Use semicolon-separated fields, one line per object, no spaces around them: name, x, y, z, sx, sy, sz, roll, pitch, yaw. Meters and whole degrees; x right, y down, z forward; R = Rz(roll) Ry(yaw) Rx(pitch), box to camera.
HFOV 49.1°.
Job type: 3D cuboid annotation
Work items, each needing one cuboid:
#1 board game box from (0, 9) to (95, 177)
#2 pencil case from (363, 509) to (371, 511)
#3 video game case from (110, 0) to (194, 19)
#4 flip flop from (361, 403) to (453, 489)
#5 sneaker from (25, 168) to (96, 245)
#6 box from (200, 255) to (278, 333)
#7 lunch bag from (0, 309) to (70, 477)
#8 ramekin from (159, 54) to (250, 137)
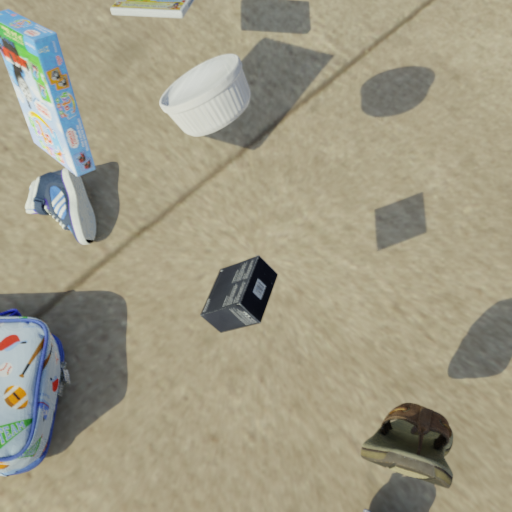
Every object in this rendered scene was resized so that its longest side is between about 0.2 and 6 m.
board game box;-3.074;-2.334;8.113;0.371;2.028;1.534;-33;48;-27
pencil case;1.665;4.875;8.078;0.836;0.930;2.141;19;69;-2
video game case;-1.768;-4.687;10.136;1.367;0.156;1.244;9;52;13
flip flop;2.040;2.214;7.045;1.070;2.639;0.760;12;91;25
sneaker;-3.805;-0.823;10.719;1.164;0.641;1.590;-19;83;14
box;-0.210;0.488;7.077;0.416;0.727;0.798;45;47;-27
lunch bag;-4.725;2.170;9.045;3.231;1.221;2.589;-1;61;-3
ramekin;-0.635;-2.110;7.477;1.229;0.572;1.229;-21;36;17
